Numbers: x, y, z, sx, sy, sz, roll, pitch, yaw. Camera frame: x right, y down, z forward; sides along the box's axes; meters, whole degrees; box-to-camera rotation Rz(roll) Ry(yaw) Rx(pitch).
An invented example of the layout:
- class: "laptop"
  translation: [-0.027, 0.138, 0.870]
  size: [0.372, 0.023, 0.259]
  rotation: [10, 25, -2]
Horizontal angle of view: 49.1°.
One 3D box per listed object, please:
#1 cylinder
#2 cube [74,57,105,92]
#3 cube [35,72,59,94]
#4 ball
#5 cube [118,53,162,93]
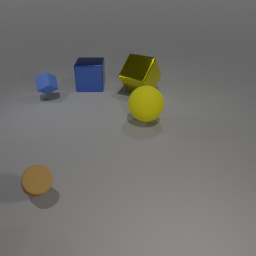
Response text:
- class: "cylinder"
  translation: [-2.236, 1.302, 6.849]
  size: [0.700, 0.700, 0.700]
  rotation: [7, 70, -19]
- class: "cube"
  translation: [-1.942, -2.780, 14.498]
  size: [1.400, 1.400, 1.400]
  rotation: [0, 30, 0]
- class: "cube"
  translation: [-3.766, -2.067, 12.988]
  size: [0.700, 0.700, 0.700]
  rotation: [-20, -15, 21]
- class: "ball"
  translation: [0.709, -0.949, 10.976]
  size: [1.400, 1.400, 1.400]
  rotation: [0, 30, 0]
- class: "cube"
  translation: [0.609, -2.539, 13.550]
  size: [1.400, 1.400, 1.400]
  rotation: [17, 72, 27]
